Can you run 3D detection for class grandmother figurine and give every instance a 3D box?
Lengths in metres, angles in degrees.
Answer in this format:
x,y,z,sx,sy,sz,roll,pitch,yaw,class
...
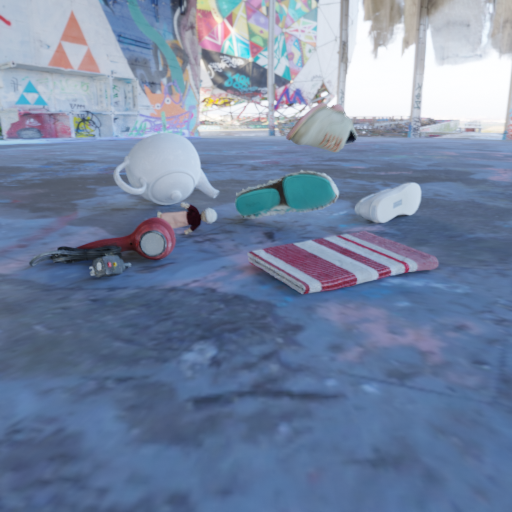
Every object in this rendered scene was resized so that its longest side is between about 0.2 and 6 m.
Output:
x,y,z,sx,sy,sz,roll,pitch,yaw,class
-1.400,-0.784,11.441,1.184,0.718,0.359,-5,45,1,grandmother figurine

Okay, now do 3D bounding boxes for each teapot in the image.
x,y,z,sx,sy,sz,roll,pitch,yaw,class
-2.375,-2.079,14.719,2.125,2.098,1.552,-26,59,3,teapot

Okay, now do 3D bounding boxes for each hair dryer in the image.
x,y,z,sx,sy,sz,roll,pitch,yaw,class
-2.356,-0.289,9.696,1.990,0.710,2.612,8,16,32,hair dryer

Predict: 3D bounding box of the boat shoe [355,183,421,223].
x,y,z,sx,sy,sz,roll,pitch,yaw,class
3.171,-1.263,13.402,0.767,0.806,2.238,14,30,40,boat shoe

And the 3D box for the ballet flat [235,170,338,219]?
x,y,z,sx,sy,sz,roll,pitch,yaw,class
0.725,-1.422,12.771,2.628,0.943,0.943,-4,11,31,ballet flat

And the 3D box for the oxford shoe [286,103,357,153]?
x,y,z,sx,sy,sz,roll,pitch,yaw,class
1.474,-2.600,11.662,2.400,0.886,0.850,-30,-12,-51,oxford shoe

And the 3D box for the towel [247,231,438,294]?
x,y,z,sx,sy,sz,roll,pitch,yaw,class
1.372,0.094,9.129,2.563,0.292,1.846,-10,20,-27,towel
